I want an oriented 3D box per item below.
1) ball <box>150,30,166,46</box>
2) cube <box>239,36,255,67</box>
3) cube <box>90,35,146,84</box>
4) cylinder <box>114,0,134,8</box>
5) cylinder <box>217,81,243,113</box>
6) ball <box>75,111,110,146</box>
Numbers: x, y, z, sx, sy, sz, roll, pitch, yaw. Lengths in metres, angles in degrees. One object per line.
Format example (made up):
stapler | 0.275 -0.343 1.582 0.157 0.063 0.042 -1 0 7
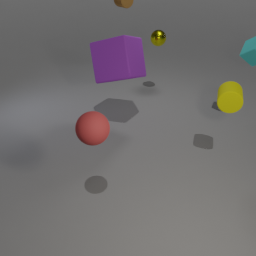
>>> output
ball | 1.342 -3.977 12.386 0.700 0.700 0.700 0 31 0
cube | 4.523 -2.721 9.859 0.700 0.700 0.700 -62 18 -16
cube | -0.319 -2.405 9.945 1.400 1.400 1.400 -3 11 27
cylinder | -0.208 -6.069 13.228 0.700 0.700 0.700 -18 36 -27
cylinder | 2.954 -0.895 8.111 0.700 0.700 0.700 9 36 14
ball | -0.720 0.008 5.703 0.700 0.700 0.700 0 31 0
